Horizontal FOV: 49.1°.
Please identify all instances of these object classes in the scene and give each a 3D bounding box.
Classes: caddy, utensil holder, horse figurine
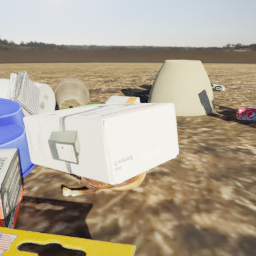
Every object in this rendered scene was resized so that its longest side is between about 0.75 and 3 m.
[{"bbox_3d":[-2.576,0.329,4.620,2.117,1.111,1.496,-6,39,-22],"label":"caddy"},{"bbox_3d":[-3.054,-0.745,8.124,1.462,1.243,1.243,9,18,18],"label":"utensil holder"},{"bbox_3d":[-0.231,0.553,4.743,1.547,0.583,2.334,-5,15,1],"label":"horse figurine"}]

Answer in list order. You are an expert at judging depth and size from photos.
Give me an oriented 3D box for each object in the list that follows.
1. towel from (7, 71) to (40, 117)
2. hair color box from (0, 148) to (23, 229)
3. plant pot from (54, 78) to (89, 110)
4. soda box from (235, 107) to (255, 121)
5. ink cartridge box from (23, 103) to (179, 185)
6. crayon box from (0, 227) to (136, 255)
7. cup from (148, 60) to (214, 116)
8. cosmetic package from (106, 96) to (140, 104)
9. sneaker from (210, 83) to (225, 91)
[{"bbox_3d":[-2.271,-0.757,6.213,0.366,0.709,0.856,-15,57,15],"label":"towel"},{"bbox_3d":[-2.640,0.887,3.129,2.589,0.793,1.314,-5,17,-12],"label":"hair color box"},{"bbox_3d":[-1.820,-0.867,9.016,1.171,1.171,1.016,-3,33,-9],"label":"plant pot"},{"bbox_3d":[3.883,-0.427,8.557,1.071,0.340,0.375,3,16,9],"label":"soda box"},{"bbox_3d":[-0.407,0.099,4.013,1.840,0.773,1.338,3,14,44],"label":"ink cartridge box"},{"bbox_3d":[-0.796,1.481,1.480,1.381,0.566,2.196,3,17,11],"label":"crayon box"},{"bbox_3d":[1.883,-1.504,9.858,2.378,1.701,2.378,1,16,0],"label":"cup"},{"bbox_3d":[-0.168,-0.795,9.517,1.040,0.371,0.527,6,36,24],"label":"cosmetic package"},{"bbox_3d":[4.486,-2.076,14.428,1.031,0.389,0.593,23,18,37],"label":"sneaker"}]
